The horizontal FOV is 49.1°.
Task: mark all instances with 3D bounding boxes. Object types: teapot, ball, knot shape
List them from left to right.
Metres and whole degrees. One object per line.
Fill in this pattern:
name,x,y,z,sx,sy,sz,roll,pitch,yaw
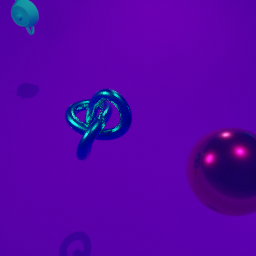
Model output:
teapot,-3.084,-3.367,8.207,0.787,1.265,0.620,-7,34,21
knot shape,-0.587,-0.153,4.729,1.270,0.587,1.188,-50,43,8
ball,1.505,0.629,4.113,1.282,1.282,1.282,0,60,0
